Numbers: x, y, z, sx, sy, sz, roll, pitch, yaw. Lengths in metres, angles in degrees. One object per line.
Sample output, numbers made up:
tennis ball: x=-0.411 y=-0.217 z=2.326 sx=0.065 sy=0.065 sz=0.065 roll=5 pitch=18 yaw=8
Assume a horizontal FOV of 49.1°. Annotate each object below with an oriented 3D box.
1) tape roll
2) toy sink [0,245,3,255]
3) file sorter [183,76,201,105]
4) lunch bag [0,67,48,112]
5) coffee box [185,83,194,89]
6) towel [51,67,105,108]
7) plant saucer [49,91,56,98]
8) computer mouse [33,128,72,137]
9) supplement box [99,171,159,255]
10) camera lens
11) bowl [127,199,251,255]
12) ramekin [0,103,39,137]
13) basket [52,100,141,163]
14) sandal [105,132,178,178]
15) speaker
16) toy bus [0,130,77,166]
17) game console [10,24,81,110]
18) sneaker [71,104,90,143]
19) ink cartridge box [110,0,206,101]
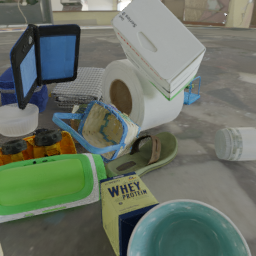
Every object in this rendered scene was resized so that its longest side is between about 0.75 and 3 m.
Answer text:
tape roll: x=0.471 y=-1.278 z=10.490 sx=1.869 sy=2.722 sz=2.722 roll=-18 pitch=31 yaw=-33
toy sink: x=-3.461 y=2.105 z=5.284 sx=1.788 sy=1.165 sz=1.002 roll=7 pitch=27 yaw=17
file sorter: x=2.491 y=-2.056 z=13.906 sx=1.893 sy=1.161 sz=1.314 roll=18 pitch=32 yaw=32
lunch bag: x=-4.729 y=-1.861 z=12.703 sx=1.880 sy=1.831 sz=2.767 roll=-5 pitch=25 yaw=-9
coffee box: x=3.309 y=-2.423 z=15.797 sx=0.462 sy=0.165 sz=0.752 roll=-14 pitch=29 yaw=-26
towel: x=-2.071 y=-1.789 z=12.972 sx=2.425 sy=1.038 sz=2.008 roll=4 pitch=51 yaw=18
plant saucer: x=-3.220 y=-1.904 z=14.550 sx=1.344 sy=0.326 sz=1.344 roll=11 pitch=28 yaw=20
computer mouse: x=-2.582 y=0.177 z=9.512 sx=1.151 sy=0.377 sz=1.639 roll=1 pitch=-7 yaw=-30
supplement box: x=0.012 y=1.810 z=5.768 sx=0.842 sy=1.255 sz=1.253 roll=-10 pitch=28 yaw=-21
camera lens: x=3.490 y=0.499 z=8.745 sx=1.286 sy=1.029 sz=1.029 roll=-1 pitch=26 yaw=-3
bowl: x=1.019 y=2.176 z=4.734 sx=1.911 sy=1.911 sz=0.999 roll=8 pitch=-10 yaw=17
ramekin: x=-4.238 y=-0.308 z=10.699 sx=1.693 sy=0.789 sz=1.693 roll=0 pitch=26 yaw=0
basket: x=-0.900 y=0.068 z=8.596 sx=2.026 sy=1.599 sz=2.298 roll=36 pitch=27 yaw=29
sandal: x=0.550 y=0.720 z=8.504 sx=1.170 sy=0.841 sz=2.946 roll=21 pitch=33 yaw=37
speaker: x=-2.035 y=1.385 z=6.665 sx=2.927 sy=1.295 sz=1.295 roll=-8 pitch=27 yaw=-16
toy bus: x=-2.698 y=0.765 z=8.040 sx=2.051 sy=1.392 sz=1.969 roll=-15 pitch=17 yaw=-23
game console: x=-2.905 y=-2.170 z=10.214 sx=1.665 sy=2.814 sz=2.402 roll=14 pitch=52 yaw=-3
sneaker: x=-1.470 y=-0.333 z=10.574 sx=1.214 sy=0.907 sz=2.704 roll=-8 pitch=23 yaw=-5
ink cartridge box: x=0.847 y=-2.009 z=7.586 sx=2.082 sy=1.199 sz=2.853 roll=48 pitch=4 yaw=7
